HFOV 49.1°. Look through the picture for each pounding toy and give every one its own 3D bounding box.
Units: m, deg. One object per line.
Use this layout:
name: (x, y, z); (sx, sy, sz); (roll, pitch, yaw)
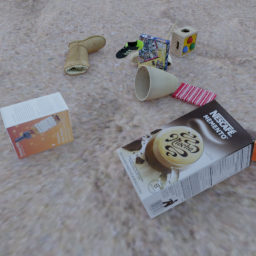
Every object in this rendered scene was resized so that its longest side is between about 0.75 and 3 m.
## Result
pounding toy: (2.123, -3.566, 11.291); (1.520, 1.335, 0.695); (-29, 52, -27)

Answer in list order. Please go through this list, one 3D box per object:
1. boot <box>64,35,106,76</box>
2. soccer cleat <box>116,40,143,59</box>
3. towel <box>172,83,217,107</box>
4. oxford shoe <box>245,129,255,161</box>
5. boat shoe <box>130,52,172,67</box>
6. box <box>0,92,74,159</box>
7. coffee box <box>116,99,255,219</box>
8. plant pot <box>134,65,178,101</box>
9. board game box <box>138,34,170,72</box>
boot: (-1.655, -2.884, 11.153); (1.691, 0.639, 1.931); (-14, 43, 5)
soccer cleat: (-0.012, -2.241, 7.896); (0.937, 0.380, 0.316); (-18, 70, 31)
towel: (2.286, -1.116, 9.653); (1.334, 0.150, 0.964); (24, 47, 20)
oxford shoe: (3.672, 0.387, 7.579); (2.672, 0.953, 0.974); (2, 40, 2)
boat shoe: (0.906, -2.619, 10.900); (1.620, 0.585, 0.526); (3, 43, -5)
box: (-2.470, -0.072, 7.790); (1.636, 1.245, 0.870); (-20, 48, -19)
coffee box: (1.322, 0.690, 6.640); (2.733, 1.091, 1.545); (-27, 48, -4)
plant pot: (1.015, -1.515, 9.486); (1.238, 1.159, 1.159); (-3, 42, -25)
board game box: (0.895, -2.464, 10.007); (1.064, 1.570, 0.272); (23, 49, 21)
